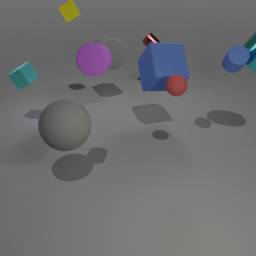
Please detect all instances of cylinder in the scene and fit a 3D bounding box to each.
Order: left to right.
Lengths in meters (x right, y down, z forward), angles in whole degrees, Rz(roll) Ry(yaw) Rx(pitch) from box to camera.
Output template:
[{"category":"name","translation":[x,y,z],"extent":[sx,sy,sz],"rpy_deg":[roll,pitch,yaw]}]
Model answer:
[{"category":"cylinder","translation":[-0.764,-1.589,6.444],"extent":[0.700,0.700,0.700],"rpy_deg":[2,18,4]},{"category":"cylinder","translation":[-0.966,-3.700,13.734],"extent":[1.400,1.400,1.400],"rpy_deg":[-12,24,-21]},{"category":"cylinder","translation":[1.265,-4.648,15.155],"extent":[0.700,0.700,0.700],"rpy_deg":[46,42,5]},{"category":"cylinder","translation":[3.611,-2.309,9.415],"extent":[0.700,0.700,0.700],"rpy_deg":[2,-11,3]},{"category":"cylinder","translation":[4.820,-2.756,9.482],"extent":[1.400,1.400,1.400],"rpy_deg":[10,58,-17]}]

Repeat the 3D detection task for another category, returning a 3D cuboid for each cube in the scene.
[{"category":"cube","translation":[-4.127,-2.062,11.092],"extent":[0.700,0.700,0.700],"rpy_deg":[-19,28,30]},{"category":"cube","translation":[-2.602,-5.174,12.392],"extent":[0.700,0.700,0.700],"rpy_deg":[-30,28,0]},{"category":"cube","translation":[1.334,-2.328,10.887],"extent":[1.400,1.400,1.400],"rpy_deg":[-4,-14,-19]}]

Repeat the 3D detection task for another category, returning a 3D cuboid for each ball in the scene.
[{"category":"ball","translation":[-1.693,-0.076,7.567],"extent":[1.400,1.400,1.400],"rpy_deg":[0,29,0]},{"category":"ball","translation":[1.572,-1.377,9.071],"extent":[0.700,0.700,0.700],"rpy_deg":[0,29,0]}]
